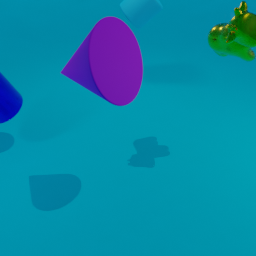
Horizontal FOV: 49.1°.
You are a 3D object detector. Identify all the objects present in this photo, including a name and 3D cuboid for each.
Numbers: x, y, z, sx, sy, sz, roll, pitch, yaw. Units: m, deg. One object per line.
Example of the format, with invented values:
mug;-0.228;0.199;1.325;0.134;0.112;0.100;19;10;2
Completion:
cylinder;0.499;-4.545;10.459;1.173;1.173;1.173;-36;24;24
cow figurine;1.983;-1.768;5.286;1.365;0.762;1.388;16;7;-40
cylinder;-3.302;-0.794;6.825;1.038;1.038;1.038;-8;57;12
cone;-0.633;-0.944;4.399;1.266;1.261;1.261;0;28;36
